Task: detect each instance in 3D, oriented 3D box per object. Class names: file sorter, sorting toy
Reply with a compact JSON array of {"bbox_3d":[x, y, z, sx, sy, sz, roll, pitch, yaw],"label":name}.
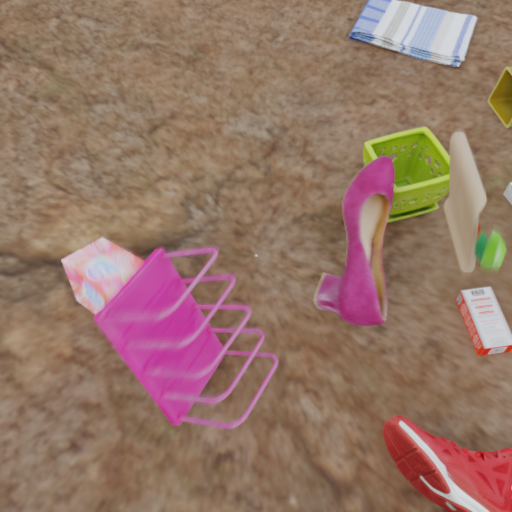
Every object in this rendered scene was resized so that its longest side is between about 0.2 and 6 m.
[{"bbox_3d":[-0.790,1.086,7.484,1.284,2.048,1.423,-6,34,37],"label":"file sorter"},{"bbox_3d":[2.906,-0.468,7.516,0.298,1.496,2.024,-7,53,8],"label":"sorting toy"}]

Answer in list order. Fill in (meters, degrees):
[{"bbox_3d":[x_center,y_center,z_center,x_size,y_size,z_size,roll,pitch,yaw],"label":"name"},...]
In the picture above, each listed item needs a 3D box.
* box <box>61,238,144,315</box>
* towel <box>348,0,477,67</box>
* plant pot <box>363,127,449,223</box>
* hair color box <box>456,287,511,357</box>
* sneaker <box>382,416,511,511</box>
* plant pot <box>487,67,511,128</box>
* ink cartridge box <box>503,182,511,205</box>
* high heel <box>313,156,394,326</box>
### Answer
[{"bbox_3d":[-2.150,0.475,8.637,0.807,0.875,1.705,-34,41,-32],"label":"box"},{"bbox_3d":[3.800,-5.487,13.433,2.739,0.326,2.012,20,57,14],"label":"towel"},{"bbox_3d":[2.673,-1.372,10.113,1.291,1.172,1.285,-15,58,-10],"label":"plant pot"},{"bbox_3d":[3.665,1.042,8.979,0.534,0.322,1.052,-7,57,-4],"label":"hair color box"},{"bbox_3d":[2.782,2.804,7.627,1.208,0.819,2.091,-34,74,-30],"label":"sneaker"},{"bbox_3d":[5.596,-3.314,11.652,0.926,0.906,0.900,-7,56,-14],"label":"plant pot"},{"bbox_3d":[5.279,-1.172,10.470,1.031,0.350,0.594,-15,57,-10],"label":"ink cartridge box"},{"bbox_3d":[1.845,-0.280,8.483,1.312,0.921,2.735,11,70,52],"label":"high heel"}]
